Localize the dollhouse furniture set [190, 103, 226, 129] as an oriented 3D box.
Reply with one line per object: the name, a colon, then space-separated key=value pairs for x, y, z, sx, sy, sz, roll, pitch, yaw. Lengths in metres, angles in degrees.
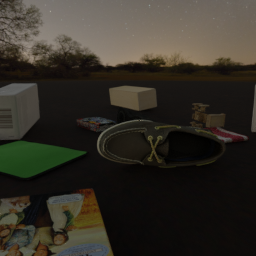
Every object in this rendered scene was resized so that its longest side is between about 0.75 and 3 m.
dollhouse furniture set: x=2.608 y=-0.329 z=9.250 sx=0.641 sy=0.846 sz=0.965 roll=-4 pitch=16 yaw=-28

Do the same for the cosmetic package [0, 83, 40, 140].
cosmetic package: x=-3.721 y=-0.646 z=9.249 sx=1.015 sy=1.394 sz=2.742 roll=-1 pitch=15 yaw=-6

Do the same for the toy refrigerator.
toy refrigerator: x=0.203 y=-1.609 z=15.029 sx=1.130 sy=1.042 sz=2.977 roll=-15 pitch=17 yaw=-29

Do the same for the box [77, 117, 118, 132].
box: x=-1.095 y=-0.148 z=9.911 sx=0.916 sy=0.267 sz=1.339 roll=-10 pitch=15 yaw=-38

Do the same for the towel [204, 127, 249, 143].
towel: x=2.410 y=0.226 z=8.332 sx=1.863 sy=0.212 sz=1.342 roll=-5 pitch=14 yaw=-22

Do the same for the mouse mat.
mouse mat: x=-2.476 y=0.664 z=6.597 sx=2.538 sy=0.096 sz=2.042 roll=5 pitch=13 yaw=28

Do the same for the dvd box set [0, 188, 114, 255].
dvd box set: x=-1.025 y=1.309 z=2.949 sx=1.645 sy=0.330 sz=2.248 roll=-4 pitch=13 yaw=-13

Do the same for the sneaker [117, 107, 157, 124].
sneaker: x=0.264 y=-0.239 z=9.691 sx=0.845 sy=0.707 sz=1.862 roll=1 pitch=18 yaw=-35

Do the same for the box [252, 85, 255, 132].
box: x=5.580 y=-0.694 z=9.222 sx=2.439 sy=1.602 sz=2.452 roll=8 pitch=15 yaw=31

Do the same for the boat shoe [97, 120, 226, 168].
boat shoe: x=0.733 y=0.349 z=5.928 sx=2.707 sy=0.968 sz=0.809 roll=1 pitch=6 yaw=-14
